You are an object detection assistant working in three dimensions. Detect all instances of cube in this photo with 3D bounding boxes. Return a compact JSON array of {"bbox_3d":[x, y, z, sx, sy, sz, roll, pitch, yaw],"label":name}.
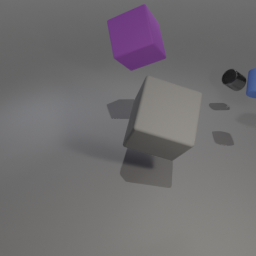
[{"bbox_3d":[0.312,-2.970,9.436,1.400,1.400,1.400,-15,-12,22],"label":"cube"},{"bbox_3d":[0.804,-0.180,6.847,1.400,1.400,1.400,17,68,-5],"label":"cube"}]

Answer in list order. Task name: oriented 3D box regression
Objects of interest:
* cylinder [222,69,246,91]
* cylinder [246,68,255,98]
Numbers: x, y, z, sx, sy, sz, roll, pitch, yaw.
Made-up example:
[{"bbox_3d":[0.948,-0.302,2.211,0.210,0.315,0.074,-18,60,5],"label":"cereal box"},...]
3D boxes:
[{"bbox_3d":[4.293,-1.938,11.348,0.700,0.700,0.700,20,17,-33],"label":"cylinder"},{"bbox_3d":[3.751,-1.259,7.925,0.700,0.700,0.700,10,-8,1],"label":"cylinder"}]
